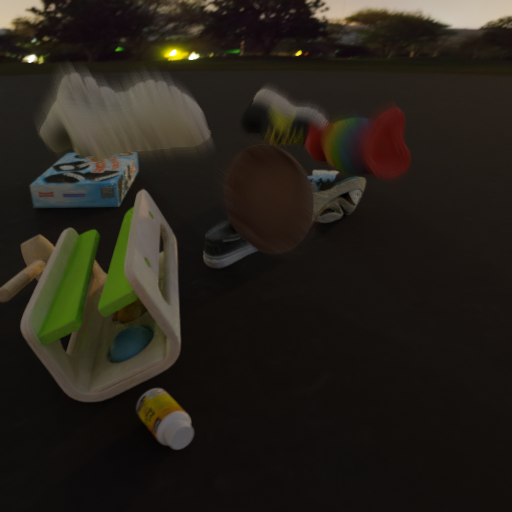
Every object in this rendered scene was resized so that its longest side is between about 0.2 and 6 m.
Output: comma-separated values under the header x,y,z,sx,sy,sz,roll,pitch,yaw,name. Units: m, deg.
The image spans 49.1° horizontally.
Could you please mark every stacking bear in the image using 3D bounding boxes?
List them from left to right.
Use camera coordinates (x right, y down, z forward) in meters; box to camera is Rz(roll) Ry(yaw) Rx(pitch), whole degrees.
x,y,z,sx,sy,sz,roll,pitch,yaw,name
1.672,-2.016,10.153,1.056,1.128,1.858,-32,30,-27,stacking bear

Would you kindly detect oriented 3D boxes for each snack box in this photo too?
x,y,z,sx,sy,sz,roll,pitch,yaw,name
-4.001,-1.906,13.541,1.865,0.596,3.210,-1,23,-3,snack box

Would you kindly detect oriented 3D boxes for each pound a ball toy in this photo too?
x,y,z,sx,sy,sz,roll,pitch,yaw,name
-2.083,0.509,7.236,2.208,1.439,3.386,-27,24,3,pound a ball toy

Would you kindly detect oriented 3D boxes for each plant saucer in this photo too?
x,y,z,sx,sy,sz,roll,pitch,yaw,name
0.217,-0.817,8.054,1.558,1.558,0.268,17,24,35,plant saucer

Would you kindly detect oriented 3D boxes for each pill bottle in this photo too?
x,y,z,sx,sy,sz,roll,pitch,yaw,name
-0.882,1.601,5.478,0.357,0.357,0.654,-16,27,-33,pill bottle

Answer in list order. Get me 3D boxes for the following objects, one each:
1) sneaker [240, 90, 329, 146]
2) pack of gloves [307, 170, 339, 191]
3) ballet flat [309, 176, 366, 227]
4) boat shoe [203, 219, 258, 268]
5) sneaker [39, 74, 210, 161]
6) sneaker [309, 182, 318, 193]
x,y,z,sx,sy,sz,roll,pitch,yaw,name
0.638,-2.603,11.678,2.291,0.853,0.969,33,74,31,sneaker
1.158,-1.876,13.981,1.660,0.390,1.976,3,14,12,pack of gloves
1.663,-1.066,11.676,2.255,0.761,0.703,-23,59,-36,ballet flat
-0.192,-0.434,9.563,0.661,0.651,1.835,22,38,26,boat shoe
-1.672,-1.582,6.979,2.465,0.926,0.999,13,61,30,sneaker
0.909,-1.544,12.522,0.651,0.714,1.742,-13,26,-29,sneaker
